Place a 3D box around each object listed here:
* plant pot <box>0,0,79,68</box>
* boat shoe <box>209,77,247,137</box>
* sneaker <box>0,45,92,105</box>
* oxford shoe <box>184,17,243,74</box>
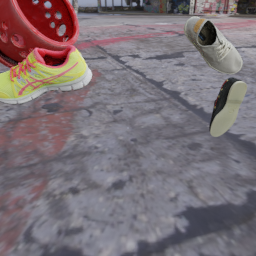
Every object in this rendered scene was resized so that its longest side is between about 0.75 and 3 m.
[{"bbox_3d":[-2.701,-2.724,7.483,1.919,2.108,2.108,-19,14,33],"label":"plant pot"},{"bbox_3d":[2.031,-0.423,5.861,0.471,1.288,0.404,8,26,-18],"label":"boat shoe"},{"bbox_3d":[-1.795,-1.127,5.413,2.056,0.928,0.804,-15,55,-3],"label":"sneaker"},{"bbox_3d":[2.180,-1.944,6.847,2.027,0.762,0.585,32,4,-30],"label":"oxford shoe"}]
